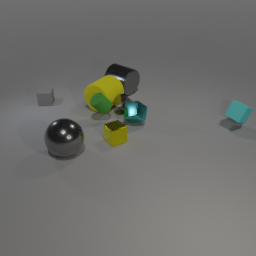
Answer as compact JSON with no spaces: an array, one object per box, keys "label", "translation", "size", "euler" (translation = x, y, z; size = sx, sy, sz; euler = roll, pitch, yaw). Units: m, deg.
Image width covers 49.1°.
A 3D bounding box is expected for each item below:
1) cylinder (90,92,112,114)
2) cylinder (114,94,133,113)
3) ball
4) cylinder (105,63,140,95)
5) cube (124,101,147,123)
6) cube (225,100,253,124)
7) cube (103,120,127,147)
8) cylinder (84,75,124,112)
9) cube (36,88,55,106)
[{"label":"cylinder","translation":[-1.172,-1.074,12.151],"size":[0.700,0.700,0.700],"euler":[-23,47,27]},{"label":"cylinder","translation":[-0.175,-1.132,13.000],"size":[0.700,0.700,0.700],"euler":[-16,59,28]},{"label":"ball","translation":[-2.275,0.347,10.027],"size":[1.400,1.400,1.400],"euler":[0,30,0]},{"label":"cylinder","translation":[-0.318,-2.624,15.072],"size":[1.400,1.400,1.400],"euler":[25,38,29]},{"label":"cube","translation":[0.325,-0.677,12.022],"size":[0.700,0.700,0.700],"euler":[-9,-25,40]},{"label":"cube","translation":[4.574,-0.661,11.553],"size":[0.700,0.700,0.700],"euler":[5,27,-48]},{"label":"cube","translation":[-0.495,0.197,10.954],"size":[0.700,0.700,0.700],"euler":[-18,34,-28]},{"label":"cylinder","translation":[-1.133,-1.652,13.421],"size":[1.400,1.400,1.400],"euler":[17,35,26]},{"label":"cube","translation":[-4.115,-1.562,14.021],"size":[0.700,0.700,0.700],"euler":[-2,30,-3]}]
